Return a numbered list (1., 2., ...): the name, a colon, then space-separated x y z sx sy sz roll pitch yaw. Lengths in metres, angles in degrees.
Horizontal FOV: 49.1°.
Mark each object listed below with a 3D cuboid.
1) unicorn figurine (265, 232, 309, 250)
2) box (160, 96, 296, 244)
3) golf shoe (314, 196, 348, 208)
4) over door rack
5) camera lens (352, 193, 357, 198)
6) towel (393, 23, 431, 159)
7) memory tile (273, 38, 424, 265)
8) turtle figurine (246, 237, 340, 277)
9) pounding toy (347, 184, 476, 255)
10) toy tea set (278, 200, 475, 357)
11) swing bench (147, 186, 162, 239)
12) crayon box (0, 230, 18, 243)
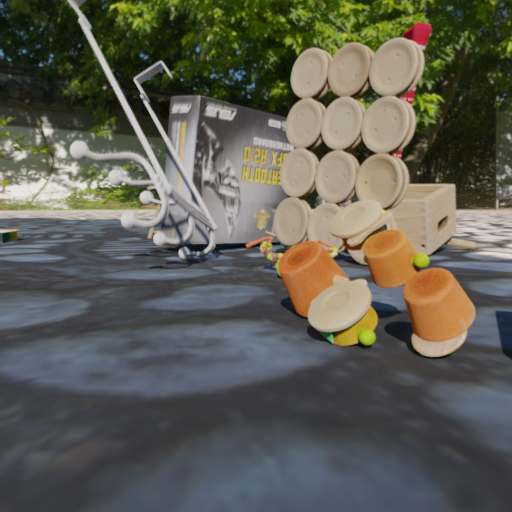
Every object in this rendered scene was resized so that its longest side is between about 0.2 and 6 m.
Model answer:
1. unicorn figurine: 1.095 -0.391 9.636 1.489 1.023 0.550 21 29 -35
2. box: -0.310 -1.451 10.248 0.735 2.408 3.041 10 8 40
3. golf shoe: 2.235 -1.064 15.514 1.299 1.138 2.949 17 14 8
4. over door rack: -1.613 -1.600 7.616 1.070 3.211 2.372 -18 -12 6
5. camera lens: 1.784 -1.367 11.225 0.514 0.514 0.642 -3 -12 -23
6. towel: 2.387 -2.376 9.112 0.295 2.620 1.895 9 20 8
7. memory tile: 1.238 -1.498 8.064 0.255 3.039 2.330 2 8 -42
8. turtle figurine: 0.437 0.043 6.808 1.189 0.383 0.959 5 13 2
9. pounding toy: 2.718 -0.534 9.609 1.607 1.241 1.746 5 20 36
10. toy tea set: 0.787 0.272 3.867 0.997 0.621 1.677 -32 27 1
11. swing bench: -1.860 -0.966 12.386 0.810 1.249 1.242 -2 6 -26
12. crayon box: -5.512 -0.416 11.944 0.595 0.244 0.946 0 6 -1
